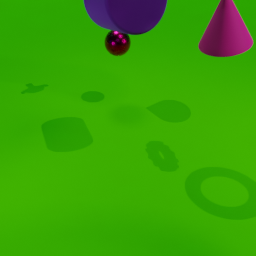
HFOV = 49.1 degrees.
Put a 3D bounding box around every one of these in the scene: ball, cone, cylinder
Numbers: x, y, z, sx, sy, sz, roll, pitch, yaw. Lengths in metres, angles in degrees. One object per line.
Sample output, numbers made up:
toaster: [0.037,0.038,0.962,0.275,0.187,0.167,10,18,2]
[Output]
ball: [-0.312,-2.574,8.446,0.797,0.797,0.797,0,36,0]
cone: [2.440,-2.738,6.999,1.382,1.387,1.382,-9,42,8]
cylinder: [-0.086,-2.478,5.337,1.238,1.238,1.238,-16,29,-21]
